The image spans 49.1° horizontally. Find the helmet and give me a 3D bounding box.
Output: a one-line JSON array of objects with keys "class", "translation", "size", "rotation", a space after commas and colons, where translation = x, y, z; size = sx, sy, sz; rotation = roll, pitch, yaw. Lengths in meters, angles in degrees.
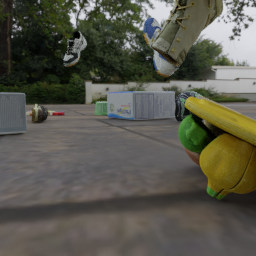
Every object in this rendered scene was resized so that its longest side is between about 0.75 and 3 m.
[{"class": "helmet", "translation": [2.366, -0.813, 10.645], "size": [1.239, 1.181, 1.239], "rotation": [0, 6, 0]}]

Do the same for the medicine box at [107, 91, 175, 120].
[{"class": "medicine box", "translation": [0.578, -1.037, 12.734], "size": [2.348, 1.209, 2.139], "rotation": [-4, 7, -35]}]

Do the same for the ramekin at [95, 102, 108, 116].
[{"class": "ramekin", "translation": [-1.126, -1.101, 15.680], "size": [1.495, 0.730, 1.495], "rotation": [0, 6, 0]}]

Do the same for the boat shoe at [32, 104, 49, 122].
[{"class": "boat shoe", "translation": [-3.443, -0.541, 11.035], "size": [0.613, 0.692, 1.891], "rotation": [7, 10, -16]}]

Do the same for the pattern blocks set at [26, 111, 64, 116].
[{"class": "pattern blocks set", "translation": [-4.940, -0.853, 15.868], "size": [2.602, 0.211, 2.288], "rotation": [-2, 6, -14]}]

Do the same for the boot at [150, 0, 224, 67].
[{"class": "boot", "translation": [1.405, -3.107, 7.503], "size": [1.066, 2.287, 2.958], "rotation": [39, 5, 30]}]

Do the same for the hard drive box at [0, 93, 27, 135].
[{"class": "hard drive box", "translation": [-4.221, -0.382, 7.080], "size": [2.708, 1.040, 2.111], "rotation": [-4, 7, -33]}]

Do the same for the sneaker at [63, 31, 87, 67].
[{"class": "sneaker", "translation": [-1.154, -1.644, 5.762], "size": [0.335, 0.886, 0.388], "rotation": [1, -37, 19]}]

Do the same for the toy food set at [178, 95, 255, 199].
[{"class": "toy food set", "translation": [1.165, 0.257, 3.088], "size": [1.391, 0.772, 2.365], "rotation": [26, 14, 11]}]

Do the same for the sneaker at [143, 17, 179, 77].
[{"class": "sneaker", "translation": [1.531, -3.506, 11.420], "size": [1.055, 2.802, 1.235], "rotation": [-2, -23, -40]}]
